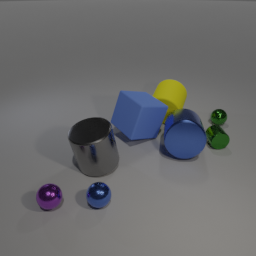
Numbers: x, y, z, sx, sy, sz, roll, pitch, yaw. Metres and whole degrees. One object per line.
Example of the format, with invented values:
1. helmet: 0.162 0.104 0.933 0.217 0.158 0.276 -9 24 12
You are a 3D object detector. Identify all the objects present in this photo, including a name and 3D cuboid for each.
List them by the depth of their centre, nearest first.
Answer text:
1. ball: -2.150 1.866 7.658 0.700 0.700 0.700 0 28 0
2. ball: -0.807 1.843 7.731 0.700 0.700 0.700 0 28 0
3. cylinder: -1.080 0.600 9.044 1.400 1.400 1.400 -7 37 6
4. cylinder: 1.982 0.168 9.925 1.400 1.400 1.400 3 21 6
5. cylinder: 3.352 0.336 10.536 0.700 0.700 0.700 -2 28 -5
6. cube: 0.415 -0.513 10.813 1.400 1.400 1.400 -3 31 -41
7. ball: 3.932 -0.479 12.125 0.700 0.700 0.700 0 28 0
8. cylinder: 1.725 -1.149 12.145 1.400 1.400 1.400 10 46 19
